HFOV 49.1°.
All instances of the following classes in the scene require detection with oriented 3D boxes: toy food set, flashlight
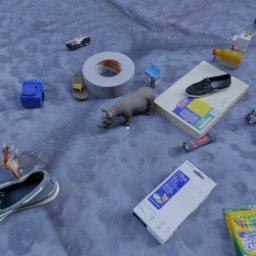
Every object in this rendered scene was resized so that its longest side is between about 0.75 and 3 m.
[{"bbox_3d":[3.969,-3.018,10.800,1.027,1.090,2.282,23,52,16],"label":"toy food set"},{"bbox_3d":[2.229,0.397,8.702,1.068,0.361,0.363,-24,55,-16],"label":"flashlight"}]

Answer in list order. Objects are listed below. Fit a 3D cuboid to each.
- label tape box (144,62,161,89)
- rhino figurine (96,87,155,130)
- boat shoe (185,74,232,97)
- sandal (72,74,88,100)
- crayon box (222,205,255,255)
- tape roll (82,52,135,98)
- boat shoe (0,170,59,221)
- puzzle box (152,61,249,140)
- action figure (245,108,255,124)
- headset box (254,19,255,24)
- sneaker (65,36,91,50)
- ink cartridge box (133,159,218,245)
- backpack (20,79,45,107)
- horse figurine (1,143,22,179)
[{"bbox_3d":[0.874,-1.881,10.131,0.252,0.795,0.574,-33,60,-22],"label":"label tape box"},{"bbox_3d":[-0.047,-0.611,9.047,2.297,1.004,0.687,-28,57,-20],"label":"rhino figurine"},{"bbox_3d":[2.753,-1.494,9.500,1.681,0.558,0.628,-8,53,-6],"label":"boat shoe"},{"bbox_3d":[-1.790,-1.553,10.152,0.548,0.368,1.364,-11,54,-8],"label":"sandal"},{"bbox_3d":[3.079,2.627,6.998,0.962,0.395,1.530,-5,53,-4],"label":"crayon box"},{"bbox_3d":[-0.700,-1.977,10.312,1.886,0.623,1.886,1,53,-1],"label":"tape roll"},{"bbox_3d":[-3.341,1.827,7.249,2.977,0.920,1.084,-18,57,-11],"label":"boat shoe"},{"bbox_3d":[2.544,-1.093,9.796,2.999,0.381,1.995,-39,62,-25],"label":"puzzle box"},{"bbox_3d":[4.465,-0.013,8.935,0.943,0.503,1.449,-33,63,-29],"label":"action figure"},{"bbox_3d":[6.168,-4.736,12.568,0.869,0.326,0.646,-11,54,-8],"label":"headset box"},{"bbox_3d":[-2.123,-3.583,11.723,1.071,0.430,0.462,-21,41,-22],"label":"sneaker"},{"bbox_3d":[1.286,1.904,7.525,2.222,0.436,1.105,-37,61,-23],"label":"ink cartridge box"},{"bbox_3d":[-3.279,-1.291,9.710,0.771,0.797,0.949,2,49,-7],"label":"backpack"},{"bbox_3d":[-3.175,0.890,7.624,0.305,1.221,0.809,-2,67,-2],"label":"horse figurine"}]
